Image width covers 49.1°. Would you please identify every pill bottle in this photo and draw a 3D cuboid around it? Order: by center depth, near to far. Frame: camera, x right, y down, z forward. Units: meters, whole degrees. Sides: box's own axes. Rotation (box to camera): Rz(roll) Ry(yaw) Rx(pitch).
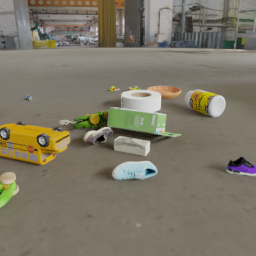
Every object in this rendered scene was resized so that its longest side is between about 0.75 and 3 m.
[{"bbox_3d":[3.674,-1.257,13.603,1.042,1.042,1.907,-12,23,-28],"label":"pill bottle"}]

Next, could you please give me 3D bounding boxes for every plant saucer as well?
[{"bbox_3d":[2.142,-2.139,16.864,2.076,0.388,2.076,-1,20,0],"label":"plant saucer"}]

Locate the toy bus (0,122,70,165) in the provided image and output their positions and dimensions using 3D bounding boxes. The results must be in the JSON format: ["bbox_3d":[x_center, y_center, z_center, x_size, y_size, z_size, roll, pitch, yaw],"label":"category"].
[{"bbox_3d":[-3.227,0.464,8.985,2.732,1.070,0.889,8,18,20],"label":"toy bus"}]

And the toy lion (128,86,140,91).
[{"bbox_3d":[0.434,-2.399,17.791,0.810,0.278,0.777,-15,32,-35],"label":"toy lion"}]

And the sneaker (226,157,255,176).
[{"bbox_3d":[3.429,1.097,8.175,1.010,0.502,0.351,1,20,4],"label":"sneaker"}]

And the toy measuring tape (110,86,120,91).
[{"bbox_3d":[-0.854,-2.574,18.139,0.846,0.311,0.311,-18,27,-39],"label":"toy measuring tape"}]

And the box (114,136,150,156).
[{"bbox_3d":[0.133,0.613,9.597,1.169,0.400,0.480,8,22,20],"label":"box"}]

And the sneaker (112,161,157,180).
[{"bbox_3d":[0.230,1.226,7.864,1.318,0.487,0.540,-10,19,-24],"label":"sneaker"}]

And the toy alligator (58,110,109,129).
[{"bbox_3d":[-1.567,-0.252,11.536,2.667,0.641,0.884,-15,9,-28],"label":"toy alligator"}]

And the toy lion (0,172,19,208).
[{"bbox_3d":[-3.708,1.696,6.717,1.639,0.563,1.571,2,28,3],"label":"toy lion"}]

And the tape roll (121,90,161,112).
[{"bbox_3d":[0.659,-1.384,14.387,2.068,0.723,2.068,0,21,0],"label":"tape roll"}]

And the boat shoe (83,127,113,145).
[{"bbox_3d":[-0.992,0.341,10.214,0.494,0.548,1.524,40,23,21],"label":"boat shoe"}]

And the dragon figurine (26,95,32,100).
[{"bbox_3d":[-5.679,-1.692,15.907,0.383,0.227,0.771,-2,20,-5],"label":"dragon figurine"}]

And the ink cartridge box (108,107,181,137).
[{"bbox_3d":[0.696,-0.250,10.830,2.632,0.781,1.366,9,4,21],"label":"ink cartridge box"}]
